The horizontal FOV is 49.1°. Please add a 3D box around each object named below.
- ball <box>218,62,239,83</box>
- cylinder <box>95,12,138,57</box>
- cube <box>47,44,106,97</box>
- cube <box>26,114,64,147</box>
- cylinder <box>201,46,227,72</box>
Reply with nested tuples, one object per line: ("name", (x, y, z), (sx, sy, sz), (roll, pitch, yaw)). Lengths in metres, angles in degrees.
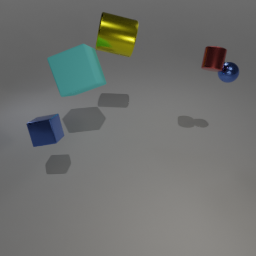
("ball", (3.418, -1.894, 9.536), (0.700, 0.700, 0.700), (0, 32, 0))
("cylinder", (-0.443, -3.544, 10.707), (1.400, 1.400, 1.400), (11, 31, -9))
("cube", (-1.763, -2.006, 9.982), (1.400, 1.400, 1.400), (-18, 6, 10))
("cube", (-2.304, 0.055, 7.890), (0.700, 0.700, 0.700), (-9, 15, 9))
("cylinder", (2.813, -2.249, 9.168), (0.700, 0.700, 0.700), (10, 6, -1))
